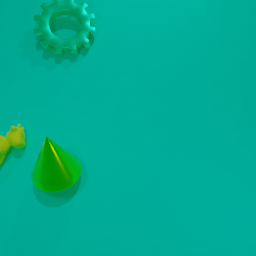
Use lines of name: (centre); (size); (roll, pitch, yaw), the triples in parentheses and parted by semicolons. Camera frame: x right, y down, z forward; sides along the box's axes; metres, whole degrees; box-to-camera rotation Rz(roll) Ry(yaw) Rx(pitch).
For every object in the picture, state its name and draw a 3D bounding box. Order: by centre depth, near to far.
cone: (-2.056, 0.735, 7.576); (1.425, 1.430, 1.425); (0, 43, 0)
cow figurine: (-3.823, 0.412, 8.370); (1.383, 0.759, 1.360); (19, 72, 7)
gear: (-2.161, -3.501, 9.674); (2.064, 0.382, 2.064); (1, 81, -4)
